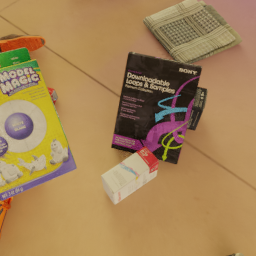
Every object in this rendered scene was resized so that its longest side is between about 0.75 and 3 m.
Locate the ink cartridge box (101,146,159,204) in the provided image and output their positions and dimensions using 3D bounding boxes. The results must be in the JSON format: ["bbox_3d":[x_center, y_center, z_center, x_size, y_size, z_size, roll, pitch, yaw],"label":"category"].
[{"bbox_3d":[0.055,1.118,6.547,1.272,0.939,0.545,-30,64,-17],"label":"ink cartridge box"}]

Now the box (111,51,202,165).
[{"bbox_3d":[0.643,-0.467,6.826,1.752,2.450,0.442,13,17,8],"label":"box"}]

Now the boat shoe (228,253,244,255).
[{"bbox_3d":[2.267,3.341,5.627,0.470,0.544,1.498,-25,59,36],"label":"boat shoe"}]

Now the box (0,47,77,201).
[{"bbox_3d":[-2.091,-0.154,5.221,1.499,0.618,2.556,-22,97,-21],"label":"box"}]

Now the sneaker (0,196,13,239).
[{"bbox_3d":[-2.752,1.283,6.406,1.482,1.026,2.645,-13,60,-6],"label":"sneaker"}]

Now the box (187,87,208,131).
[{"bbox_3d":[1.285,-0.625,7.511,1.404,1.039,0.732,15,60,8],"label":"box"}]

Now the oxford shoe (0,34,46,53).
[{"bbox_3d":[-3.503,-2.860,9.112,1.628,0.580,0.593,-6,55,-3],"label":"oxford shoe"}]

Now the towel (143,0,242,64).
[{"bbox_3d":[2.182,-3.359,9.466,2.550,0.440,2.455,-24,62,-14],"label":"towel"}]

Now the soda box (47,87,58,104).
[{"bbox_3d":[-2.800,-1.000,8.069,1.446,0.459,0.506,16,61,10],"label":"soda box"}]
